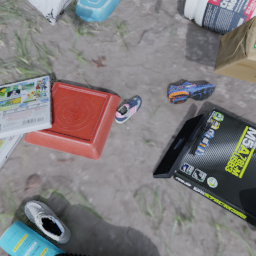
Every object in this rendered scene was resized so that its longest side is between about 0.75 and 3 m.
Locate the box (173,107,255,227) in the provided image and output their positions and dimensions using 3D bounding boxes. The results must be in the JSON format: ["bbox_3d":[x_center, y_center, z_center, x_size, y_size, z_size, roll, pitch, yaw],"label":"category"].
[{"bbox_3d":[3.176,1.024,8.372,2.692,0.662,2.787,28,63,19],"label":"box"}]

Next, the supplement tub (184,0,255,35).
[{"bbox_3d":[3.938,-4.838,11.146,2.882,2.022,2.022,27,62,16],"label":"supplement tub"}]

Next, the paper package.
[{"bbox_3d":[3.470,-1.796,6.995,1.986,1.893,1.027,13,89,-8],"label":"paper package"}]

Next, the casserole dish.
[{"bbox_3d":[-1.310,-5.818,12.646,1.612,0.516,2.661,20,60,12],"label":"casserole dish"}]

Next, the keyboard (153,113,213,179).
[{"bbox_3d":[1.732,0.491,8.312,0.253,1.561,2.457,42,63,-11],"label":"keyboard"}]

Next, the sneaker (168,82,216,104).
[{"bbox_3d":[2.231,-1.358,9.857,1.738,0.655,0.682,-7,55,-6],"label":"sneaker"}]

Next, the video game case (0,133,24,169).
[{"bbox_3d":[-4.578,0.256,9.088,2.078,0.229,1.892,18,60,11],"label":"video game case"}]

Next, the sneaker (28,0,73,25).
[{"bbox_3d":[-2.111,-3.366,7.209,1.112,1.935,0.727,43,83,-19],"label":"sneaker"}]

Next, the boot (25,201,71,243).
[{"bbox_3d":[-2.202,2.403,7.462,1.605,0.767,0.590,31,63,17],"label":"boot"}]

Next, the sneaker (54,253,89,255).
[{"bbox_3d":[-0.514,3.782,6.467,2.785,0.974,1.253,16,76,-9],"label":"sneaker"}]

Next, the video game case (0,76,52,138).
[{"bbox_3d":[-3.676,-0.673,9.222,2.326,0.256,2.120,-13,56,1],"label":"video game case"}]

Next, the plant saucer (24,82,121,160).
[{"bbox_3d":[-1.817,-0.442,9.381,2.619,0.481,2.614,13,59,9],"label":"plant saucer"}]

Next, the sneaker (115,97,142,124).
[{"bbox_3d":[0.053,-0.696,9.501,0.442,0.516,1.259,33,64,18],"label":"sneaker"}]

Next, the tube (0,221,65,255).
[{"bbox_3d":[-1.908,3.422,6.960,2.780,0.701,1.077,33,72,8],"label":"tube"}]
